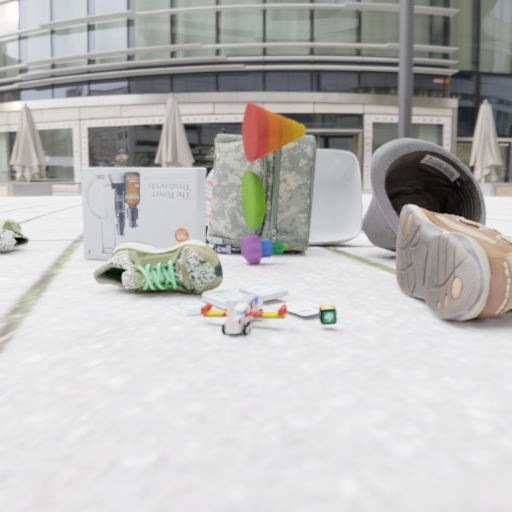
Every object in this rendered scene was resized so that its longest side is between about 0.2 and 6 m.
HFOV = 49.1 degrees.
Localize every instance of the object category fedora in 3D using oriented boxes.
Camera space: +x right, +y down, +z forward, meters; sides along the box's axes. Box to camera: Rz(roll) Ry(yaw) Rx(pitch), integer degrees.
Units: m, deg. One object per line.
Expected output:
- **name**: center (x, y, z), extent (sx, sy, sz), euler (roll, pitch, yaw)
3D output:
- **fedora**: center (3.131, -0.921, 11.227), extent (3.030, 2.680, 1.368), euler (-30, -7, -34)

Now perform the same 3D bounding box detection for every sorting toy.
- **sorting toy**: center (0.300, -1.182, 9.690), extent (1.000, 2.903, 1.007), euler (-6, 30, -14)

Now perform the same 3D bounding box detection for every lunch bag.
- **lunch bag**: center (0.099, -1.306, 11.824), extent (2.155, 2.569, 1.790), euler (4, 5, 3)

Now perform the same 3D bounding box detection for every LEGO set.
- **LEGO set**: center (-0.009, 0.484, 6.382), extent (1.479, 0.486, 1.980), euler (-9, 12, -31)

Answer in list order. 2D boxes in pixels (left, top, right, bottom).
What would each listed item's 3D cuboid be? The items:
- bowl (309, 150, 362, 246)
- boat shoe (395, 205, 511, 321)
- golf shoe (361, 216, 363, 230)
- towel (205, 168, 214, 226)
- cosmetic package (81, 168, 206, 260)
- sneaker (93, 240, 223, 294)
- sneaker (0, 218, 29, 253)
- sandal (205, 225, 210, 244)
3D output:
- **bowl**: center (1.301, -1.306, 13.366), extent (2.314, 2.311, 0.864), euler (0, -14, -1)
- **boat shoe**: center (2.576, 0.068, 7.220), extent (1.142, 1.205, 3.182), euler (3, 17, -1)
- **golf shoe**: center (2.823, -1.262, 17.090), extent (1.779, 0.865, 0.696), euler (7, -4, 34)
- **towel**: center (-0.842, -1.330, 13.230), extent (1.093, 1.493, 0.223), euler (26, -24, 3)
- **cosmetic package**: center (-2.134, -0.791, 10.662), extent (2.345, 1.768, 0.606), euler (2, 9, 13)
- **sneaker**: center (-1.359, 0.274, 7.511), extent (2.002, 0.770, 0.887), euler (-1, 20, 31)
- **sneaker**: center (-5.306, -0.345, 12.141), extent (0.810, 0.703, 1.827), euler (14, 11, -8)
- **sandal**: center (-1.168, -0.684, 13.814), extent (2.804, 0.671, 1.054), euler (6, 10, 29)
